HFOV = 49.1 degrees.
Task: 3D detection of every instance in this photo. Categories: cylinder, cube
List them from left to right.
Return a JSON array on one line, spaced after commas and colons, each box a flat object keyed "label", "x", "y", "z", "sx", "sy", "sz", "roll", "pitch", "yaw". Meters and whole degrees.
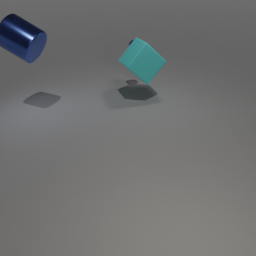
[{"label": "cylinder", "x": -4.178, "y": -3.515, "z": 11.048, "sx": 1.400, "sy": 1.400, "sz": 1.400, "roll": 31, "pitch": 34, "yaw": -2}, {"label": "cube", "x": 0.645, "y": -3.183, "z": 13.293, "sx": 1.400, "sy": 1.400, "sz": 1.400, "roll": 34, "pitch": 11, "yaw": -32}]

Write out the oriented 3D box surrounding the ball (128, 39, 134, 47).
[{"label": "ball", "x": 0.375, "y": -4.124, "z": 14.155, "sx": 0.700, "sy": 0.700, "sz": 0.700, "roll": 0, "pitch": 31, "yaw": 0}]
